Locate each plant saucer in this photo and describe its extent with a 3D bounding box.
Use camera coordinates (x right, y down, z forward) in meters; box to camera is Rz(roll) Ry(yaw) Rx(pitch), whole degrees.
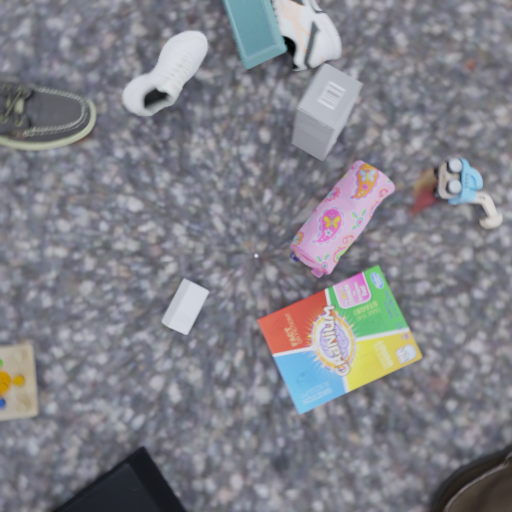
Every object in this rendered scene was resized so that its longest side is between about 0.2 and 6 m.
[{"bbox_3d":[-0.191,-4.147,9.033,0.746,0.202,2.134,-19,86,19],"label":"plant saucer"}]

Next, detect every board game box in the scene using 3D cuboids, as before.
[{"bbox_3d":[1.267,1.286,8.689,2.064,0.416,1.580,-25,84,-3],"label":"board game box"}]

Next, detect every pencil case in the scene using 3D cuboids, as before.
[{"bbox_3d":[1.327,-0.572,8.759,0.815,0.815,1.863,37,85,4],"label":"pencil case"}]

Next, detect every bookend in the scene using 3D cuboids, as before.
[{"bbox_3d":[-2.009,4.411,7.997,2.263,1.049,2.277,-36,85,-3],"label":"bookend"}]

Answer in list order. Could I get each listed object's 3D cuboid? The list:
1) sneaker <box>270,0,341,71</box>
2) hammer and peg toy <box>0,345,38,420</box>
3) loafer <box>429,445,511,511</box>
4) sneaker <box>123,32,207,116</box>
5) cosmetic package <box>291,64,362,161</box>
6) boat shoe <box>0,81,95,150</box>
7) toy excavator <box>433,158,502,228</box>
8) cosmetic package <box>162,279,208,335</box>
[{"bbox_3d":[0.504,-4.030,9.151,0.870,0.801,2.174,-30,84,-2],"label":"sneaker"},{"bbox_3d":[-4.130,2.002,8.550,1.534,0.541,1.128,-8,85,-1],"label":"hammer and peg toy"},{"bbox_3d":[3.788,3.379,8.121,2.908,1.037,1.061,-35,84,-4],"label":"loafer"},{"bbox_3d":[-1.305,-2.749,8.718,1.657,0.645,0.823,-46,41,7],"label":"sneaker"},{"bbox_3d":[1.029,-2.131,8.546,0.697,1.546,0.826,30,82,1],"label":"cosmetic package"},{"bbox_3d":[-4.001,-2.283,8.875,2.732,0.898,0.976,2,83,0],"label":"boat shoe"},{"bbox_3d":[3.432,-1.009,8.964,1.057,0.528,1.028,5,84,-8],"label":"toy excavator"},{"bbox_3d":[-1.107,0.795,8.735,0.390,0.284,0.766,32,82,-36],"label":"cosmetic package"}]
